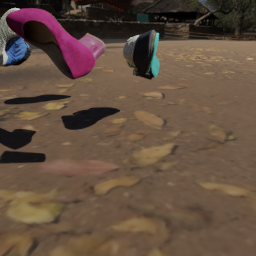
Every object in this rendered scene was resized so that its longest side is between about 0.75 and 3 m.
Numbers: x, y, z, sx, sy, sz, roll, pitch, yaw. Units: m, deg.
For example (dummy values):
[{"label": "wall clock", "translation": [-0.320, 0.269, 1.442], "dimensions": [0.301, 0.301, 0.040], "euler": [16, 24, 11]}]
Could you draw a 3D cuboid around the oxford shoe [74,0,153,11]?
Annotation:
[{"label": "oxford shoe", "translation": [-0.369, -4.206, 9.037], "dimensions": [2.801, 1.016, 0.997], "euler": [-16, 42, -11]}]

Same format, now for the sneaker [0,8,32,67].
[{"label": "sneaker", "translation": [-3.185, -2.547, 8.076], "dimensions": [0.691, 1.799, 1.001], "euler": [42, 26, 15]}]

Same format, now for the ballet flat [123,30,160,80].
[{"label": "ballet flat", "translation": [0.377, -2.077, 8.281], "dimensions": [1.094, 1.094, 2.995], "euler": [3, -2, 7]}]

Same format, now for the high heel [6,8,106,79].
[{"label": "high heel", "translation": [-1.976, -1.989, 6.474], "dimensions": [2.755, 0.929, 1.324], "euler": [20, 48, 15]}]
